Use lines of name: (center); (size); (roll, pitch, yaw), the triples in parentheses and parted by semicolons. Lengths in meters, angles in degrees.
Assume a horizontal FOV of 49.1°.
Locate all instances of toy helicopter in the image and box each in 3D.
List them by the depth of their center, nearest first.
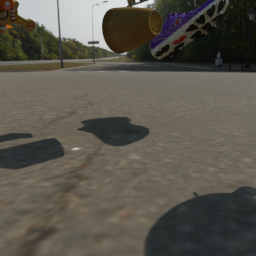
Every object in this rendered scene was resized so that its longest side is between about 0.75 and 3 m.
toy helicopter: (-2.988, -2.787, 7.208); (0.578, 0.969, 1.465); (35, 13, 23)

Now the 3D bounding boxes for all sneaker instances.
sneaker: (1.863, -3.544, 9.424); (2.965, 1.237, 1.195); (-26, -19, 32)

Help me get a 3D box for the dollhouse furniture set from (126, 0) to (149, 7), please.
dollhouse furniture set: (0.160, -4.672, 9.561); (0.904, 0.909, 1.290); (-24, 23, -13)

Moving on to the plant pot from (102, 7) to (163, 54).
plant pot: (0.200, -2.634, 7.294); (1.304, 1.215, 1.215); (4, 13, 41)
